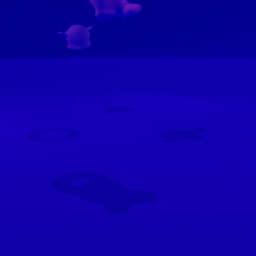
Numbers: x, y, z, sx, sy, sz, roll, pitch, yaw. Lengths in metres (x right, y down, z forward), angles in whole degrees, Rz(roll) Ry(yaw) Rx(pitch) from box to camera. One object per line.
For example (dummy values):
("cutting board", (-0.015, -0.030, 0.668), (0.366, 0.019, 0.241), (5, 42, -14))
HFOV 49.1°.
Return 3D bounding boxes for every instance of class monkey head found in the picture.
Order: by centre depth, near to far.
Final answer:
("monkey head", (-0.285, -2.945, 6.247), (1.146, 0.960, 1.593), (14, 37, 37))
("monkey head", (-1.792, -3.078, 9.571), (1.349, 0.813, 0.970), (-26, 24, -36))
